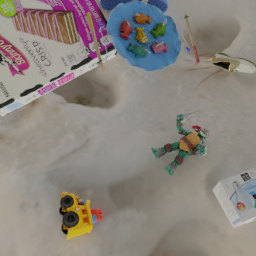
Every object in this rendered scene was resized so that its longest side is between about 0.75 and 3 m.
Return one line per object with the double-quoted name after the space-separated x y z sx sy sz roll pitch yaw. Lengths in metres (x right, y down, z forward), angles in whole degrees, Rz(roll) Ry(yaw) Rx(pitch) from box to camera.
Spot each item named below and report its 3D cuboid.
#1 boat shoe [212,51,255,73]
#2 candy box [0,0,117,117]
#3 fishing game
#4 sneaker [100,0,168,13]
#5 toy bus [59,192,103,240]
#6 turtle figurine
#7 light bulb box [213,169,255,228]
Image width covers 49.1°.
3.749 -2.222 9.980 1.546 0.578 0.529 24 63 26 "boat shoe"
-1.823 -1.708 5.520 2.775 0.846 1.892 -31 92 -8 "candy box"
0.349 -1.739 5.063 2.098 0.326 1.502 -4 74 -20 "fishing game"
0.292 -5.511 11.719 2.873 1.008 1.119 9 66 7 "sneaker"
-1.208 2.172 7.188 1.040 0.735 1.084 -6 55 -19 "toy bus"
1.731 0.422 8.071 1.961 0.987 1.468 -38 48 -3 "turtle figurine"
3.044 1.837 7.346 1.110 0.699 1.120 -18 60 -11 "light bulb box"
